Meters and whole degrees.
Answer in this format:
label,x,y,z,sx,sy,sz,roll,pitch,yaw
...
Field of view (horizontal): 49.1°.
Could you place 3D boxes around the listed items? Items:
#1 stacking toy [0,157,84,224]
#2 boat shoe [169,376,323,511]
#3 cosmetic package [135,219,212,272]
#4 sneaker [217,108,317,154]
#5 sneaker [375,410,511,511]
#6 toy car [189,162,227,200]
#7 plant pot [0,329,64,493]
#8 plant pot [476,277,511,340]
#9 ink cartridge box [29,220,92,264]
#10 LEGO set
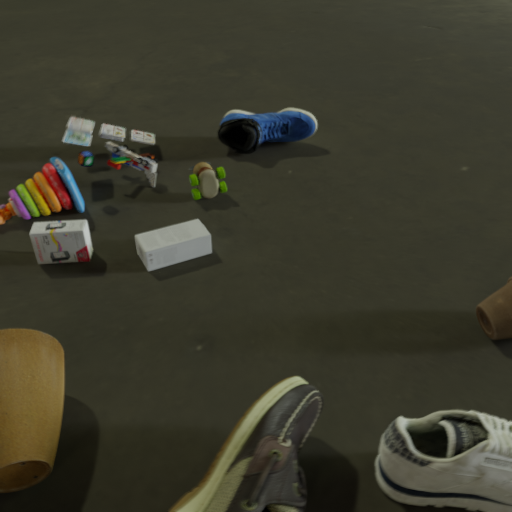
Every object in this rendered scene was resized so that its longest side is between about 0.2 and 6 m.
label,x,y,z,sx,sy,sz,roll,pitch,yaw
stacking toy,-4.031,-0.982,9.985,1.655,0.908,0.961,-29,47,-17
boat shoe,-0.008,2.283,5.077,0.958,1.082,2.957,18,39,26
cosmetic package,-1.341,-0.188,9.101,1.111,0.396,0.563,-17,39,-21
sneaker,0.218,-2.682,12.178,2.136,0.820,1.188,7,36,8
sneaker,2.388,2.015,5.648,2.283,0.919,0.872,-1,34,-4
toy car,-1.004,-1.532,10.731,0.651,0.625,0.793,-17,43,-13
plant pot,-2.591,1.701,5.947,1.281,1.281,1.375,-14,50,-19
plant pot,3.434,0.750,7.542,0.778,0.892,0.892,-21,38,1
ink cartridge box,-3.102,-0.218,8.959,0.840,0.620,0.360,-5,35,-5
LEGO set,-2.959,-2.122,11.366,1.838,0.604,2.461,8,25,-17
